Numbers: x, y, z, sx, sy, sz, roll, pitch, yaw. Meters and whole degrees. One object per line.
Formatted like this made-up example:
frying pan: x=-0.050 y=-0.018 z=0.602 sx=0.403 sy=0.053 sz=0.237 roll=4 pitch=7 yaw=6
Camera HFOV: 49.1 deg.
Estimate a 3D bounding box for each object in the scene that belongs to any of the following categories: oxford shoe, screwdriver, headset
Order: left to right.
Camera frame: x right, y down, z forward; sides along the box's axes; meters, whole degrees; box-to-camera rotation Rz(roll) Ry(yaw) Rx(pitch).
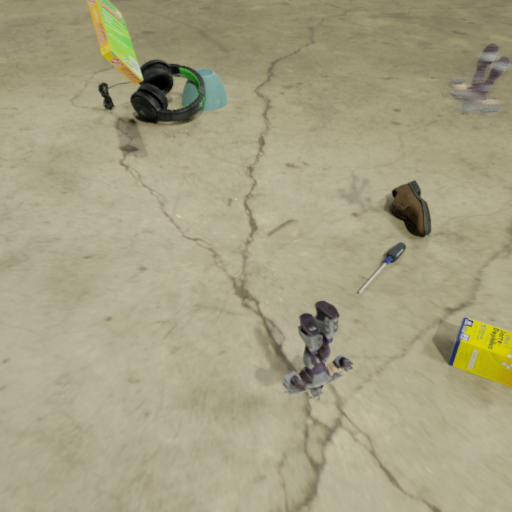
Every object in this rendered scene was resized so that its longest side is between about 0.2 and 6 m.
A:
headset: x=-3.250 y=-5.013 z=17.590 sx=3.357 sy=1.577 sz=2.073 roll=6 pitch=61 yaw=1
screwdriver: x=2.572 y=0.210 z=11.422 sx=0.265 sy=0.276 sz=1.897 roll=23 pitch=39 yaw=30
oxford shoe: x=3.541 y=-1.020 z=12.886 sx=0.790 sy=0.680 sz=1.871 roll=-14 pitch=34 yaw=7

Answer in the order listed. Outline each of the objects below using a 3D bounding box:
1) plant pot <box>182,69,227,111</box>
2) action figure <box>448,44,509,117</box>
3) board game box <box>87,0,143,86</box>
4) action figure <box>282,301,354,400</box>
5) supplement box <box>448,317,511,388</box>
plant pot: x=-1.725 y=-5.553 z=18.494 sx=1.522 sy=1.025 sz=1.522 roll=0 pitch=38 yaw=0
action figure: x=3.435 y=-2.591 z=8.577 sx=0.840 sy=0.448 sz=1.292 roll=36 pitch=72 yaw=-4
board game box: x=-2.902 y=-4.514 z=11.357 sx=0.319 sy=1.016 sz=2.126 roll=-26 pitch=61 yaw=16
action figure: x=0.761 y=1.322 z=7.070 sx=0.964 sy=1.481 sz=0.514 roll=-22 pitch=39 yaw=-25
supplement box: x=3.890 y=1.600 z=9.292 sx=1.152 sy=0.631 sz=0.627 roll=18 pitch=41 yaw=21
